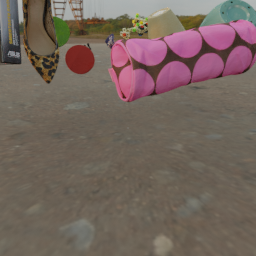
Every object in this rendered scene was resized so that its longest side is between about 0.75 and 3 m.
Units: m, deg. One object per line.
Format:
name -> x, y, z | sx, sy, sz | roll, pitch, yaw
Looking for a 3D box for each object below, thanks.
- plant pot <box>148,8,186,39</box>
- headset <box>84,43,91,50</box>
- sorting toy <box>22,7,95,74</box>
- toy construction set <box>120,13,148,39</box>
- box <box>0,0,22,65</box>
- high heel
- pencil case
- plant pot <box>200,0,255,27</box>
plant pot -> 1.320, -3.149, 9.619 | 1.562, 1.668, 1.562 | -20, 31, 12
headset -> -1.922, -3.310, 11.708 | 0.580, 0.441, 0.939 | -13, 7, 45
sorting toy -> -2.240, -2.772, 8.938 | 0.958, 2.764, 0.952 | -46, 10, -12
toy construction set -> 0.314, -3.725, 10.284 | 0.853, 0.600, 1.302 | 31, 59, 16
box -> -3.572, -2.354, 5.846 | 2.632, 2.085, 0.636 | 2, 10, 15
high heel -> -2.224, -2.526, 7.060 | 0.917, 2.568, 1.830 | -9, -2, -17
pencil case -> 1.035, -1.343, 5.396 | 2.788, 1.265, 1.306 | -13, 1, -17
plant pot -> 2.486, -2.408, 6.919 | 1.433, 1.433, 1.150 | -2, -20, -6
